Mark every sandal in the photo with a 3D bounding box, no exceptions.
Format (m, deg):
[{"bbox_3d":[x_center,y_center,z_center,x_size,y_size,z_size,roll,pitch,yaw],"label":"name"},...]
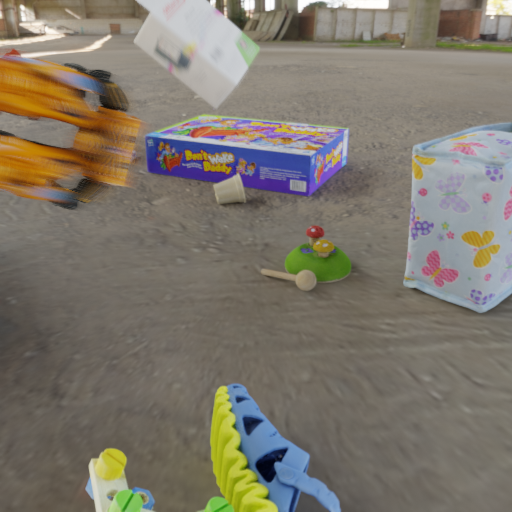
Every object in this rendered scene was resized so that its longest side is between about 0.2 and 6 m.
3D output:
[{"bbox_3d":[0.100,1.871,4.908,0.831,0.759,1.910,-5,33,-19],"label":"sandal"}]

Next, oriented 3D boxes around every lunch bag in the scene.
[{"bbox_3d":[3.629,-0.753,8.517,1.719,2.293,2.704,20,31,41],"label":"lunch bag"}]

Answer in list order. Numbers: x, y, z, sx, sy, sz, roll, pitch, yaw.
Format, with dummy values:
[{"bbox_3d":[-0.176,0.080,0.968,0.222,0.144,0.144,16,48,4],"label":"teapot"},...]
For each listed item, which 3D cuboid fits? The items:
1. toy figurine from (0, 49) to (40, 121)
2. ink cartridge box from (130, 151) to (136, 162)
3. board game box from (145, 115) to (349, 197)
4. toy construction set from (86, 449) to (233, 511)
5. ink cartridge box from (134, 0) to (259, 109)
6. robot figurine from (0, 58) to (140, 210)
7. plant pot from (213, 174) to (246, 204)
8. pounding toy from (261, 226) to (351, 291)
[{"bbox_3d":[-3.430,-2.469,8.223,0.632,0.894,0.909,-45,50,-6],"label":"toy figurine"},{"bbox_3d":[-3.778,-2.633,15.013,0.899,0.197,0.908,2,26,2],"label":"ink cartridge box"},{"bbox_3d":[-0.171,-2.669,14.167,4.315,0.966,2.901,11,27,22],"label":"board game box"},{"bbox_3d":[-0.682,2.349,3.433,1.462,1.028,2.230,23,33,-7],"label":"toy construction set"},{"bbox_3d":[-0.928,-3.004,7.658,1.759,0.592,1.030,37,51,-16],"label":"ink cartridge box"},{"bbox_3d":[-2.363,-1.440,6.821,0.759,1.890,2.607,21,11,23],"label":"robot figurine"},{"bbox_3d":[-0.582,-1.370,11.938,0.589,0.643,0.643,-15,27,-5],"label":"plant pot"},{"bbox_3d":[0.898,-0.044,8.961,1.081,0.650,1.400,22,33,40],"label":"pounding toy"}]
